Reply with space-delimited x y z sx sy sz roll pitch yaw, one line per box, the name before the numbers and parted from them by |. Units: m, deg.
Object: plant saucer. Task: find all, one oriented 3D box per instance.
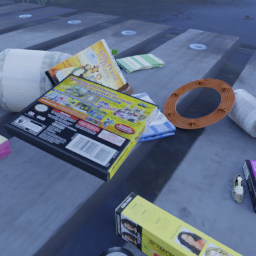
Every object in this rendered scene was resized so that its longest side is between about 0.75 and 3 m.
plant saucer | -0.658 -1.831 12.854 1.850 0.319 1.850 1 36 0

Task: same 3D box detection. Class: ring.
ring | 2.688 -1.049 10.852 2.756 0.264 2.756 -17 43 16

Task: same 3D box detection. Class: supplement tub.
supplement tub | 4.441 -0.575 10.354 1.151 1.151 1.744 -10 37 -14

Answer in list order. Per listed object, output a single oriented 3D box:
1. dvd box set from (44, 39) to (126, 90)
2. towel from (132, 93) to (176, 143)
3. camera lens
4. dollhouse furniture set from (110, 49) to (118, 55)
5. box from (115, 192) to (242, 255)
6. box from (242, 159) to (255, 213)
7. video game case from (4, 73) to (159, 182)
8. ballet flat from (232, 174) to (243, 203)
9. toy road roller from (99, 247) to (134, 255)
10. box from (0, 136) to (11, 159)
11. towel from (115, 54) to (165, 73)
dvd box set | -1.403 -1.788 9.993 2.560 1.873 0.376 -39 21 -30
towel | 0.299 -0.470 10.899 2.178 0.353 2.965 -12 37 -15
camera lens | -3.427 -1.763 10.854 2.994 2.395 2.395 4 35 -1
dollhouse furniture set | -0.884 -3.122 11.419 0.874 0.437 0.338 16 23 22
box | 1.027 2.555 6.058 2.818 1.061 0.706 24 43 28
box | 4.624 1.684 7.788 2.424 0.438 1.733 6 36 6
video game case | -1.040 -0.226 6.984 2.858 0.364 2.583 22 47 18
ballet flat | 3.108 1.653 7.896 0.318 0.353 0.938 14 38 12
toy road roller | 0.261 3.412 4.320 2.677 1.645 1.954 12 40 25
box | -4.658 0.649 9.117 1.195 0.578 1.051 22 41 26
towel | 0.665 -3.588 15.386 2.235 0.261 1.705 -16 38 -19
